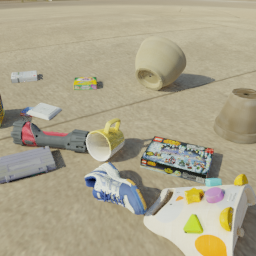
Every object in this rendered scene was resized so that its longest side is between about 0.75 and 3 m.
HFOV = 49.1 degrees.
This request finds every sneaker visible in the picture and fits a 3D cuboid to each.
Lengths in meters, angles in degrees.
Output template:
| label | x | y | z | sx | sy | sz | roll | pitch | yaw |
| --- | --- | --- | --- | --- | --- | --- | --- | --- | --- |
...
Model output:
| label | x | y | z | sx | sy | sz | roll | pitch | yaw |
| --- | --- | --- | --- | --- | --- | --- | --- | --- | --- |
| sneaker | -0.417 | 1.876 | 7.998 | 1.042 | 0.890 | 2.363 | -24 | 28 | -25 |

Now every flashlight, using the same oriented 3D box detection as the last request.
| label | x | y | z | sx | sy | sz | roll | pitch | yaw |
| --- | --- | --- | --- | --- | --- | --- | --- | --- | --- |
| flashlight | -2.856 | 0.282 | 10.511 | 2.824 | 0.956 | 0.960 | 4 | 7 | 5 |

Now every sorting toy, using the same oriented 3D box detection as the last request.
| label | x | y | z | sx | sy | sz | roll | pitch | yaw |
| --- | --- | --- | --- | --- | --- | --- | --- | --- | --- |
| sorting toy | 1.764 | 2.151 | 7.327 | 2.425 | 1.439 | 2.694 | -3 | 24 | 36 |

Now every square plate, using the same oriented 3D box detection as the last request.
| label | x | y | z | sx | sy | sz | roll | pitch | yaw |
| --- | --- | --- | --- | --- | --- | --- | --- | --- | --- |
| square plate | -3.853 | -0.814 | 12.949 | 1.188 | 0.169 | 1.177 | 16 | 32 | 13 |

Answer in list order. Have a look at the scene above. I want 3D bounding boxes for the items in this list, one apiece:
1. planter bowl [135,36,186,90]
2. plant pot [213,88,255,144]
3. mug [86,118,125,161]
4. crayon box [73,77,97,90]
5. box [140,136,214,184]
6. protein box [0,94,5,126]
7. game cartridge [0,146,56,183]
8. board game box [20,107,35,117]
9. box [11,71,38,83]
| label | x | y | z | sx | sy | sz | roll | pitch | yaw |
| --- | --- | --- | --- | --- | --- | --- | --- | --- | --- |
| planter bowl | 1.493 | -3.256 | 15.132 | 2.769 | 2.769 | 1.864 | 19 | 62 | 28 |
| plant pot | 4.562 | -0.606 | 11.215 | 1.993 | 1.729 | 1.993 | -1 | 30 | 0 |
| mug | -0.619 | 0.426 | 10.003 | 1.394 | 1.117 | 1.144 | -33 | -5 | 40 |
| crayon box | -2.388 | -2.513 | 15.741 | 1.247 | 0.364 | 1.076 | -3 | 31 | -5 |
| box | 1.719 | 1.035 | 9.683 | 2.229 | 0.444 | 1.526 | 12 | 33 | 19 |
| protein box | -6.287 | -0.682 | 11.993 | 1.528 | 1.031 | 1.517 | -6 | 31 | -10 |
| game cartridge | -3.495 | 1.231 | 9.498 | 1.888 | 0.362 | 1.224 | -13 | 37 | -21 |
| board game box | -4.186 | -0.730 | 12.965 | 1.381 | 0.134 | 0.711 | 6 | 30 | 10 |
| box | -6.196 | -3.075 | 16.763 | 1.450 | 0.298 | 1.130 | -10 | 33 | -14 |
